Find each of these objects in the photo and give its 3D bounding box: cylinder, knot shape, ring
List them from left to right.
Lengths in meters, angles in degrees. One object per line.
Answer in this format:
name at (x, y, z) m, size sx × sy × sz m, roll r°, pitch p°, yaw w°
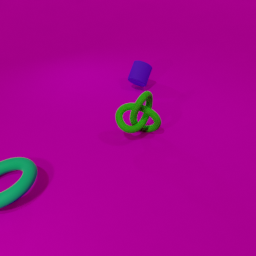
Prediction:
ring at (-2.942, 1.275, 6.624) m, size 1.616 × 0.323 × 1.616 m, roll -11°, pitch 32°, yaw 7°
cylinder at (0.463, -2.108, 10.873) m, size 0.774 × 0.774 × 0.774 m, roll 20°, pitch -5°, yaw 2°
knot shape at (0.419, -0.320, 8.321) m, size 1.378 × 1.289 × 0.637 m, roll -44°, pitch 30°, yaw 1°
